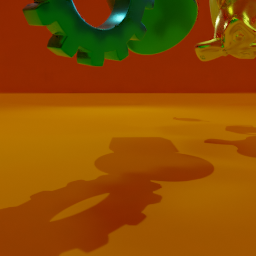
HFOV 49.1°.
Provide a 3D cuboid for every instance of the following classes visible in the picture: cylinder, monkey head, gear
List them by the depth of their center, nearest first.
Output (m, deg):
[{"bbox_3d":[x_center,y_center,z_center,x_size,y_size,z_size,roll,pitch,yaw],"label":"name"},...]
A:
[{"bbox_3d":[-0.362,-1.540,3.076,1.644,1.644,0.304,-7,21,-44],"label":"gear"},{"bbox_3d":[0.322,-2.066,4.557,1.237,1.237,1.237,-16,-26,-8],"label":"cylinder"},{"bbox_3d":[2.084,-2.018,5.752,1.406,1.177,1.954,-12,-31,30],"label":"monkey head"}]

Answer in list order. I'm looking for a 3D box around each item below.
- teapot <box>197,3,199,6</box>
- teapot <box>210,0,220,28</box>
[{"bbox_3d":[1.961,-4.201,10.556,0.808,1.026,1.651,21,-29,-30],"label":"teapot"},{"bbox_3d":[2.825,-3.449,7.964,0.909,1.154,1.857,-7,-38,23],"label":"teapot"}]
